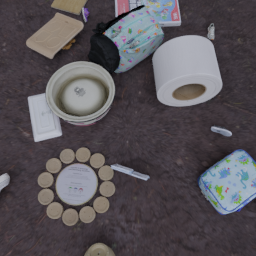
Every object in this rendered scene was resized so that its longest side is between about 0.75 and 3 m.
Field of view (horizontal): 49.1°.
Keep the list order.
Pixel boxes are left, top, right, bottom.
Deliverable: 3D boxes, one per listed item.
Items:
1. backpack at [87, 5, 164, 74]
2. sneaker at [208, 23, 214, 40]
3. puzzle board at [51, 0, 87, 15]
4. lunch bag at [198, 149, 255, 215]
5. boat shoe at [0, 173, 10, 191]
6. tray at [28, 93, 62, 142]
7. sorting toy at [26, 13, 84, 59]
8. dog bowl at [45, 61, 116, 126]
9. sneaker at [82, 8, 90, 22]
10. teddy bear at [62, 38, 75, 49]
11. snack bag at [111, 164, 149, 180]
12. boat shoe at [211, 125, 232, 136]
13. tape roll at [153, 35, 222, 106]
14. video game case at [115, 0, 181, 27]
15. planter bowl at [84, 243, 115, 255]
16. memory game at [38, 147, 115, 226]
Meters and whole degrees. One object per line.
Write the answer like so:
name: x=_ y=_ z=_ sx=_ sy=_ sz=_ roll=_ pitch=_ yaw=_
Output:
backpack: x=-0.043 y=-3.540 z=11.471 sx=2.981 sy=2.488 sz=1.887 roll=-37 pitch=93 yaw=-17
sneaker: x=3.779 y=-4.379 z=12.685 sx=0.299 sy=0.363 sz=0.790 roll=-1 pitch=68 yaw=0
puzzle board: x=-2.650 y=-6.380 z=13.612 sx=1.465 sy=0.169 sz=1.944 roll=19 pitch=69 yaw=9
lunch bag: x=3.663 y=1.922 z=9.851 sx=2.100 sy=0.866 sz=1.688 roll=-32 pitch=70 yaw=-12
boat shoe: x=-5.068 y=2.737 z=9.534 sx=2.780 sy=1.001 sz=0.952 roll=-43 pitch=95 yaw=-22
tray: x=-3.359 y=-0.530 z=11.198 sx=1.103 sy=0.228 sz=2.055 roll=-14 pitch=69 yaw=-7
sorting toy: x=-3.212 y=-4.066 z=12.363 sx=1.968 sy=0.388 sz=2.126 roll=31 pitch=74 yaw=30
dog bowl: x=-1.802 y=-1.260 z=11.087 sx=2.673 sy=0.986 sz=2.673 roll=0 pitch=68 yaw=1
sneaker: x=-1.960 y=-5.320 z=13.101 sx=0.338 sy=0.326 sz=0.809 roll=-4 pitch=67 yaw=-8
teddy bear: x=-2.757 y=-3.890 z=12.546 sx=0.743 sy=0.342 sz=1.025 roll=-24 pitch=62 yaw=-17
snack bag: x=0.107 y=1.527 z=9.802 sx=1.337 sy=1.261 sz=0.143 roll=18 pitch=86 yaw=9
boat shoe: x=3.609 y=0.070 z=10.742 sx=0.824 sy=0.288 sz=0.273 roll=18 pitch=55 yaw=41
tape roll: x=2.199 y=-2.065 z=10.638 sx=2.419 sy=2.419 sz=1.661 roll=-3 pitch=67 yaw=-1
video game case: x=0.893 y=-5.693 z=13.273 sx=2.993 sy=0.261 sz=2.140 roll=-3 pitch=68 yaw=-1
planter bowl: x=-0.892 y=4.016 z=8.601 sx=1.084 sy=0.729 sz=1.084 roll=-1 pitch=36 yaw=1
memory game: x=-1.870 y=2.052 z=10.173 sx=2.868 sy=0.183 sz=2.868 roll=0 pitch=68 yaw=1
